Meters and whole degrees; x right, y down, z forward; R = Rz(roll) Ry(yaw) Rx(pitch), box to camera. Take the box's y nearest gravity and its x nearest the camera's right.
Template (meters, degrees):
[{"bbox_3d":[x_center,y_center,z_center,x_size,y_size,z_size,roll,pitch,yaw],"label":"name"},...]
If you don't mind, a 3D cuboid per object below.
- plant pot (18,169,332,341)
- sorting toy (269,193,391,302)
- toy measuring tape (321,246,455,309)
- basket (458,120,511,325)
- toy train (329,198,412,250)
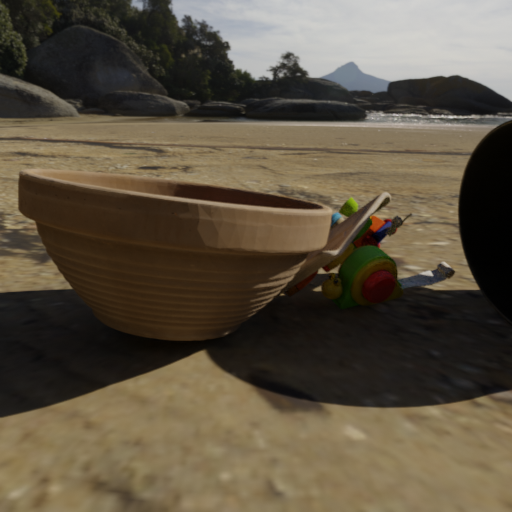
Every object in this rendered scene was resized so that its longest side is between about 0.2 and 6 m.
[{"bbox_3d":[-0.922,-0.027,6.390,3.394,1.566,3.394,7,8,-1],"label":"plant pot"},{"bbox_3d":[0.929,-0.054,7.287,1.674,0.305,1.549,-41,1,-41],"label":"sorting toy"},{"bbox_3d":[1.808,0.167,7.403,2.134,0.785,0.785,-12,20,-22],"label":"toy measuring tape"},{"bbox_3d":[4.759,-0.336,6.795,3.435,2.336,3.097,1,31,-10],"label":"basket"},{"bbox_3d":[1.549,-0.509,7.973,0.854,1.475,0.624,46,57,9],"label":"toy train"}]
